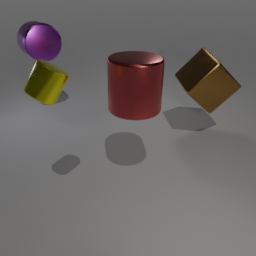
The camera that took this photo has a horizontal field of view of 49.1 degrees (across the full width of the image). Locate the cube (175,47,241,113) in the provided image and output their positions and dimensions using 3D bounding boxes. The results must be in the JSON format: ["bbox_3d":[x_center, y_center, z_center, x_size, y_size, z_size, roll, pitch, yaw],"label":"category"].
[{"bbox_3d":[2.763,-1.665,9.846,1.400,1.400,1.400,34,23,-31],"label":"cube"}]

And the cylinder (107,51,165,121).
[{"bbox_3d":[0.183,-1.105,7.113,1.400,1.400,1.400,1,28,0],"label":"cylinder"}]

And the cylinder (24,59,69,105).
[{"bbox_3d":[-1.673,-0.943,5.765,0.700,0.700,0.700,29,13,-7],"label":"cylinder"}]

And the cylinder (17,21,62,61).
[{"bbox_3d":[-3.476,-3.401,10.949,1.400,1.400,1.400,-17,29,-26],"label":"cylinder"}]
